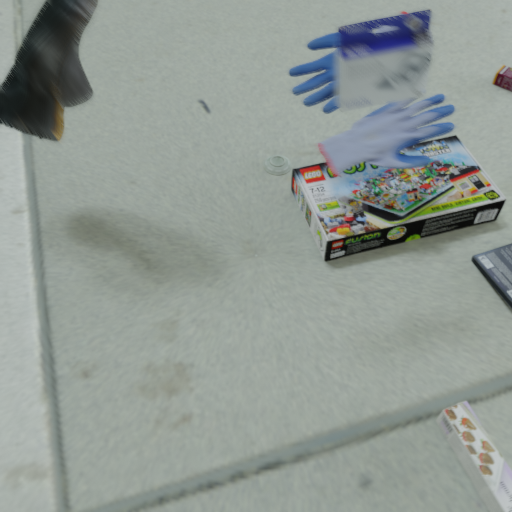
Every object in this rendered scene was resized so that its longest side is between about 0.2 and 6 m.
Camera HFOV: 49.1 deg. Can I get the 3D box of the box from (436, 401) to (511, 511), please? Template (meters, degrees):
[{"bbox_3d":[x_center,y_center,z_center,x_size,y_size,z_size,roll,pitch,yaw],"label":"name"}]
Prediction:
[{"bbox_3d":[3.273,3.094,7.733,0.421,0.451,2.176,-17,53,-12],"label":"box"}]

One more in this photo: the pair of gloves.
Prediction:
[{"bbox_3d":[1.971,-2.720,9.700,2.359,0.334,2.935,-23,78,14],"label":"pair of gloves"}]

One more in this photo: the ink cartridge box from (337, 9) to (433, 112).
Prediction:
[{"bbox_3d":[1.540,-2.316,6.768,1.125,1.128,0.229,-11,55,2],"label":"ink cartridge box"}]

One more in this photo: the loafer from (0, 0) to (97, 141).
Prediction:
[{"bbox_3d":[-3.073,-2.891,8.695,1.207,3.338,1.215,29,60,-26],"label":"loafer"}]

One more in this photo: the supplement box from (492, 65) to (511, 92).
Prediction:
[{"bbox_3d":[6.210,-4.249,13.556,0.790,0.338,0.436,33,59,23],"label":"supplement box"}]

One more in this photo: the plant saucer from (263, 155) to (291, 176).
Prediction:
[{"bbox_3d":[0.454,-1.966,11.887,0.609,0.153,0.609,0,52,0],"label":"plant saucer"}]

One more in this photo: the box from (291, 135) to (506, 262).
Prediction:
[{"bbox_3d":[2.696,-1.197,10.972,3.620,0.628,1.992,-14,53,-10],"label":"box"}]

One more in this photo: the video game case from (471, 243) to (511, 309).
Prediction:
[{"bbox_3d":[5.024,0.223,10.056,1.808,0.171,1.291,-16,48,-11],"label":"video game case"}]
